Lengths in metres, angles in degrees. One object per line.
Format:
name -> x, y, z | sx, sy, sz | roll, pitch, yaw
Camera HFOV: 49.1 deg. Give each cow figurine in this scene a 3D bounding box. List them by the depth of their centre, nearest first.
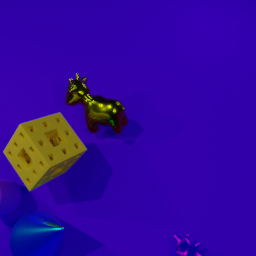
cow figurine -> 0.902, 2.760, 5.416 | 0.748, 1.362, 1.340 | 33, 92, 19
cow figurine -> -0.795, -0.611, 6.974 | 1.536, 1.511, 0.843 | 3, 33, 24

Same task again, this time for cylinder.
cylinder -> -2.908, 1.520, 6.169 | 0.790, 0.790, 0.790 | -2, 78, 10

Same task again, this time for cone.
cone -> -1.530, 2.087, 5.508 | 1.174, 1.179, 1.174 | 23, 51, -31

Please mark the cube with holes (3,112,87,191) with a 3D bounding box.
cube with holes -> -1.806, 0.496, 6.118 | 1.064, 1.064, 1.064 | 52, 37, 9
